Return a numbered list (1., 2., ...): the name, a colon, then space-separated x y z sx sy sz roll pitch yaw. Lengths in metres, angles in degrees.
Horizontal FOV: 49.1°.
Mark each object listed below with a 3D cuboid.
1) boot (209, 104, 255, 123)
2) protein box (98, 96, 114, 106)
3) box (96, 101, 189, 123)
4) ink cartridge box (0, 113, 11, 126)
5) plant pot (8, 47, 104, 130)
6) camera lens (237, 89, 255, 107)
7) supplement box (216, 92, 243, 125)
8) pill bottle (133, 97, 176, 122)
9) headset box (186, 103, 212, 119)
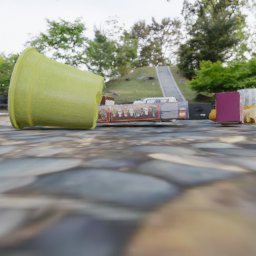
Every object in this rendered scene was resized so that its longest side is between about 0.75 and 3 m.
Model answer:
1. boot: 4.119 -0.561 10.849 1.479 0.727 2.066 7 12 39
2. protein box: -1.617 -0.875 12.834 1.672 1.136 1.684 1 3 10
3. box: 0.398 -0.459 8.670 2.669 0.532 1.827 -3 1 3
4. ink cartridge box: -4.307 -0.282 9.139 1.162 0.394 0.674 2 4 31
5. plant pot: -1.636 -0.802 7.000 1.898 2.064 2.064 11 3 -3
6. camera lens: 6.456 -1.153 13.910 1.974 1.579 1.579 1 3 17
7. supplement box: 3.101 -0.550 8.499 0.687 0.871 1.331 -1 -5 25
8. pill bottle: 1.149 -0.785 12.093 1.767 1.057 1.057 1 4 25
9. headset box: 3.578 -0.971 16.231 1.775 0.946 2.038 -1 4 -23
